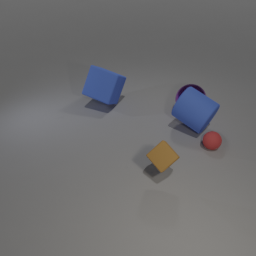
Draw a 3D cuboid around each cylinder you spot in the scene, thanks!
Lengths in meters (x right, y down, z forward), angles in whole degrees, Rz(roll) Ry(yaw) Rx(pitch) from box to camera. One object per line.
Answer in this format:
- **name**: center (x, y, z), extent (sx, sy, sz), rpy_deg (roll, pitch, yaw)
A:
- **cylinder**: center (2.719, -0.726, 11.328), extent (1.400, 1.400, 1.400), rpy_deg (37, 44, 18)

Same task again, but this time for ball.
- **ball**: center (3.173, 0.472, 10.560), extent (0.700, 0.700, 0.700), rpy_deg (0, 31, 0)
- **ball**: center (2.863, -1.301, 12.767), extent (1.400, 1.400, 1.400), rpy_deg (0, 31, 0)

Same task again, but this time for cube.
- **cube**: center (1.087, 0.870, 8.620), extent (0.700, 0.700, 0.700), rpy_deg (49, 7, 13)
- **cube**: center (-1.097, -2.008, 13.182), extent (1.400, 1.400, 1.400), rpy_deg (23, 11, 12)
